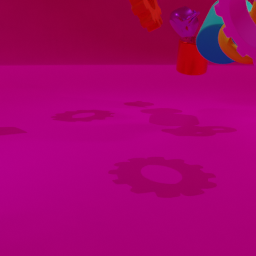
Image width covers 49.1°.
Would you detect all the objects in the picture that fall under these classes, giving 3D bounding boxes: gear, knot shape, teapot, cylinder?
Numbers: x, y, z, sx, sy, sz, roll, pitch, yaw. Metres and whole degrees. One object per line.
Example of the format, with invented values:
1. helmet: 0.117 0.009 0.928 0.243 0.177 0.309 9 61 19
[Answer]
1. gear: 1.756 -1.500 3.778 0.293 1.585 1.585 -34 16 1
2. knot shape: 3.044 -2.383 6.427 1.866 1.746 0.862 -5 19 -19
3. gear: 0.400 -3.860 8.103 0.378 2.045 2.045 -18 6 25
4. teapot: 2.189 -4.031 10.504 0.942 1.197 1.925 -41 14 8
5. cylinder: 2.183 -2.428 9.402 1.049 1.049 1.049 0 31 0
6. cylinder: 2.734 -2.704 7.814 1.323 1.323 1.323 9 57 33
